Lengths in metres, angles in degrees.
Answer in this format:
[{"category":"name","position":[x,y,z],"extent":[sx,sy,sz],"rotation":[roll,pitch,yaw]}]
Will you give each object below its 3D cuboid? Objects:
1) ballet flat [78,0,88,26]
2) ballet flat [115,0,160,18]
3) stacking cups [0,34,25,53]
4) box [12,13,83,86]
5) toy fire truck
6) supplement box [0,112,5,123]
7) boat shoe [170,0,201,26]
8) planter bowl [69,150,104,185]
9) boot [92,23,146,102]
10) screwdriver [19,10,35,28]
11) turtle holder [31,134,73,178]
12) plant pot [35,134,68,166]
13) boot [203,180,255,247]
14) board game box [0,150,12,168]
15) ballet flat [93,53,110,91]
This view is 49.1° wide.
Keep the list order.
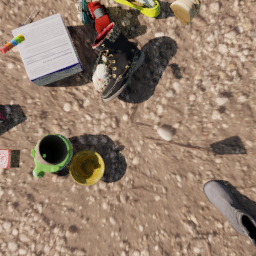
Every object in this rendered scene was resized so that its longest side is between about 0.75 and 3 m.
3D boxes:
[{"category":"ballet flat","position":[-1.944,-4.877,11.891],"extent":[0.437,0.437,1.215],"rotation":[-4,85,0]},{"category":"ballet flat","position":[0.267,-5.456,11.682],"extent":[2.446,0.820,0.817],"rotation":[29,86,3]},{"category":"stacking cups","position":[-3.432,-2.510,8.302],"extent":[0.248,0.248,0.819],"rotation":[36,54,3]},{"category":"box","position":[-3.183,-3.094,11.305],"extent":[2.026,1.156,2.203],"rotation":[-21,85,-2]},{"category":"toy fire truck","position":[-1.025,-4.624,11.144],"extent":[1.078,1.676,1.475],"rotation":[-22,81,-1]},{"category":"supplement box","position":[-5.886,-0.321,11.347],"extent":[1.420,0.608,0.784],"rotation":[-32,86,-3]},{"category":"boat shoe","position":[1.798,-3.653,8.402],"extent":[0.783,2.125,0.735],"rotation":[38,108,-2]},{"category":"planter bowl","position":[-1.607,1.570,11.209],"extent":[1.383,0.576,1.383],"rotation":[0,85,0]},{"category":"boot","position":[-0.633,-2.538,10.893],"extent":[2.603,0.952,1.960],"rotation":[-53,125,-7]},{"category":"screwdriver","position":[-4.367,-4.505,11.904],"extent":[0.199,0.191,1.366],"rotation":[31,89,-28]},{"category":"turtle holder","position":[-2.886,1.142,10.877],"extent":[1.397,1.305,1.838],"rotation":[11,86,0]},{"category":"plant pot","position":[-2.147,0.660,7.551],"extent":[0.821,0.712,0.821],"rotation":[16,62,-34]},{"category":"boot","position":[4.009,3.084,10.504],"extent":[0.908,1.712,2.601],"rotation":[-42,87,-2]},{"category":"board game box","position":[-5.293,1.253,11.406],"extent":[0.989,0.229,0.749],"rotation":[0,85,0]},{"category":"ballet flat","position":[-0.985,-2.693,11.489],"extent":[0.881,0.745,2.330],"rotation":[10,86,1]}]
